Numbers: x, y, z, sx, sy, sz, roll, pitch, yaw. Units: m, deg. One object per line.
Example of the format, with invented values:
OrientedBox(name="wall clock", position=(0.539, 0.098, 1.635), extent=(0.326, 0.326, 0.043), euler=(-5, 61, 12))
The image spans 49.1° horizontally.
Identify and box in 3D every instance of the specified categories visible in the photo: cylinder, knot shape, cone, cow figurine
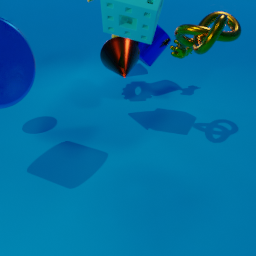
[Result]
OrientedBox(name="cylinder", position=(0.684, -2.870, 9.500), extent=(1.131, 1.131, 1.131), euler=(39, 8, -7))
OrientedBox(name="knot shape", position=(1.723, -1.992, 5.742), extent=(1.242, 0.613, 1.327), euler=(-25, 23, -14))
OrientedBox(name="cone", position=(-0.143, -1.573, 7.078), extent=(1.063, 1.063, 1.067), euler=(-4, 45, -6))
OrientedBox(name="cylinder", position=(-2.479, -0.997, 4.554), extent=(1.385, 1.385, 1.385), euler=(3, 27, 39))
OrientedBox(name="cow figurine", position=(1.863, -2.604, 9.390), extent=(0.903, 0.504, 0.918), euler=(19, 44, -18))

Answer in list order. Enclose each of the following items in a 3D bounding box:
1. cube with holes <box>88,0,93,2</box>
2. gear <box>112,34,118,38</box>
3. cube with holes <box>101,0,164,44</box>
OrientedBox(name="cube with holes", position=(-1.045, -5.108, 9.603), extent=(1.062, 1.062, 1.062), euler=(-24, 21, -4))
OrientedBox(name="gear", position=(-0.277, -2.747, 9.162), extent=(0.326, 1.761, 1.761), euler=(8, 29, -15))
OrientedBox(name="cube with holes", position=(0.142, -2.585, 5.699), extent=(1.080, 1.080, 1.080), euler=(16, 74, 3))
